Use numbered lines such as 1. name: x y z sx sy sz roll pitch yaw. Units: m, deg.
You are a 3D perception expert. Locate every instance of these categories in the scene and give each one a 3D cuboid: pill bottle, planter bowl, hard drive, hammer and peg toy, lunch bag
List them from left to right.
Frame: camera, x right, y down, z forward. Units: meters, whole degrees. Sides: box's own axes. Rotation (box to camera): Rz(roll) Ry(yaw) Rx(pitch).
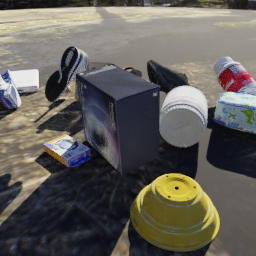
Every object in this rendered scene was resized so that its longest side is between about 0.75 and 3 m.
1. hard drive: -5.353 -2.367 14.081 1.625 0.324 2.464 -8 30 -14
2. hammer and peg toy: -1.804 -2.061 12.107 2.407 1.770 0.849 6 11 9
3. planter bowl: 1.080 1.650 6.383 2.059 0.858 2.059 0 29 0
4. pill bottle: 4.557 -2.025 11.945 1.177 1.177 2.097 -12 56 -20
5. lunch bag: 4.493 -0.550 10.006 2.503 1.032 2.012 15 27 24

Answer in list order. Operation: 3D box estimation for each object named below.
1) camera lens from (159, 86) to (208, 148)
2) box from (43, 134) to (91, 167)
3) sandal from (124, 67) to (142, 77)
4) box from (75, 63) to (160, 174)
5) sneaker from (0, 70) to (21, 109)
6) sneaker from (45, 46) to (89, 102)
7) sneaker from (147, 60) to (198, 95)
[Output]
1. camera lens: 1.865 -0.440 9.383 1.536 1.536 1.920 7 30 13
2. box: -1.839 0.700 8.653 1.451 0.301 0.864 22 36 37
3. sandal: -0.033 -2.720 14.440 0.930 0.592 2.475 17 34 28
4. box: -0.322 -0.360 8.316 1.473 2.391 2.371 -22 35 -27
5. sneaker: -5.541 -1.490 12.048 1.417 0.991 2.454 -24 43 -9
6. sneaker: -1.885 -1.655 9.286 0.741 1.964 1.130 39 16 21
7. sneaker: 1.771 -1.942 11.524 1.179 0.986 2.597 -33 69 -16
